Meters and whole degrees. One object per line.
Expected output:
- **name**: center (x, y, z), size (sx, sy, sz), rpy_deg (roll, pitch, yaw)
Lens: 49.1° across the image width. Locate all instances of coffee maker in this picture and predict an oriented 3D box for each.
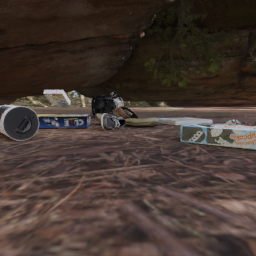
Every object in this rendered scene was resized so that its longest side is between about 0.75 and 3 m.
- **coffee maker**: center (-1.538, -1.291, 17.965), size (2.185, 1.532, 2.275), rpy_deg (-23, -1, 14)

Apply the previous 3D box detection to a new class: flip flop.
- **flip flop**: center (-0.061, -0.490, 11.533), size (2.781, 0.801, 1.128), rpy_deg (3, 6, 31)

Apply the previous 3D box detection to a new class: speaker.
- **speaker**: center (-3.283, -0.196, 8.021), size (0.916, 0.916, 2.256), rpy_deg (-3, 7, -32)

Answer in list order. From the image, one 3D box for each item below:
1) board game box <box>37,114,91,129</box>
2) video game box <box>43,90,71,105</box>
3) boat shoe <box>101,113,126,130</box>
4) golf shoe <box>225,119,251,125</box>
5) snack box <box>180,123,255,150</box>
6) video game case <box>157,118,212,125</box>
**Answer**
- **board game box**: center (-2.893, -0.284, 11.147), size (2.694, 0.466, 1.825), rpy_deg (-1, 6, -3)
- **video game box**: center (-2.566, -1.107, 10.186), size (0.725, 0.186, 0.795), rpy_deg (4, -26, 11)
- **boat shoe**: center (-0.504, -0.235, 10.108), size (0.512, 0.593, 1.632), rpy_deg (-2, 0, 17)
- **golf shoe**: center (3.464, -0.048, 9.112), size (0.487, 0.427, 1.105), rpy_deg (-10, 8, -21)
- **snack box**: center (2.609, 0.165, 6.670), size (2.353, 0.436, 1.367), rpy_deg (5, 7, 42)
- **video game case**: center (2.478, -0.314, 12.772), size (1.971, 0.217, 1.794), rpy_deg (-3, 6, -24)
